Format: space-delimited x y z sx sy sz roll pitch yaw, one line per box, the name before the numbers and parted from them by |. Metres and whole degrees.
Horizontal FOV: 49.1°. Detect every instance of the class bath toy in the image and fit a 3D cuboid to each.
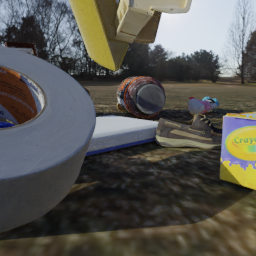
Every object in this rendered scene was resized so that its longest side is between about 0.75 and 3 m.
bath toy | 2.602 -0.825 10.025 0.767 0.652 1.765 -35 -13 35

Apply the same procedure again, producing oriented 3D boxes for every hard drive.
hard drive | -0.844 0.125 5.384 2.784 0.353 1.837 -9 14 -43

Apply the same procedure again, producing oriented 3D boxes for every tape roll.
tape roll | -1.418 -0.074 2.707 2.126 0.702 2.126 17 33 -12

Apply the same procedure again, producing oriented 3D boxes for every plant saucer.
plant saucer | -0.817 -3.103 7.185 0.693 2.860 2.860 -12 27 14

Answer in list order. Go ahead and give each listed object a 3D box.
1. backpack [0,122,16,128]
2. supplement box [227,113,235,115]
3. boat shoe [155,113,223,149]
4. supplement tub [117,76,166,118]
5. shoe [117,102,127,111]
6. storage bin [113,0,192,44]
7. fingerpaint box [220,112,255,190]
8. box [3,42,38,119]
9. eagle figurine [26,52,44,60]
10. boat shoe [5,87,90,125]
backpack | -1.579 0.325 3.421 0.726 0.703 0.865 27 12 20
supplement box | 2.344 -0.028 6.008 0.455 0.470 1.367 5 8 15
boat shoe | 1.308 0.046 5.163 1.613 0.591 0.601 0 10 3
supplement tub | 0.446 -1.055 9.321 1.344 1.344 2.513 -2 10 -11
shoe | 0.423 -0.970 10.934 1.721 0.602 0.459 -3 17 -2
storage bin | 0.560 -3.141 5.689 1.157 2.451 2.469 13 3 -10
fingerpaint box | 2.507 0.301 2.986 1.897 0.834 2.274 -7 11 -38
box | -3.208 -1.294 8.174 0.861 1.151 2.298 -8 -21 -36
eagle figurine | -2.063 -0.852 6.549 1.433 1.889 1.426 10 13 42
boat shoe | -2.046 -0.641 8.108 0.988 1.053 2.926 12 21 31
